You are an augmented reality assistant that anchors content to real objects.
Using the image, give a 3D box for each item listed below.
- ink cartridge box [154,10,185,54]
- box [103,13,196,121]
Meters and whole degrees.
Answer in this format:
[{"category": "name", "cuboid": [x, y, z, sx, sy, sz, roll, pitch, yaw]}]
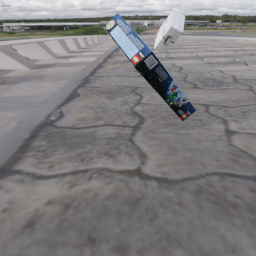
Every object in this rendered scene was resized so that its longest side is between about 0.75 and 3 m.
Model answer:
[{"category": "ink cartridge box", "cuboid": [1.622, -3.758, 11.023, 0.574, 1.354, 0.986, 20, 62, -17]}, {"category": "box", "cuboid": [0.379, -0.889, 4.367, 0.310, 1.645, 1.124, -40, 50, 10]}]
